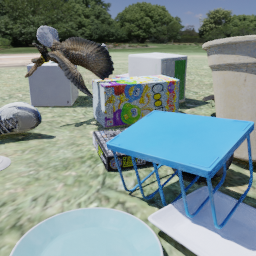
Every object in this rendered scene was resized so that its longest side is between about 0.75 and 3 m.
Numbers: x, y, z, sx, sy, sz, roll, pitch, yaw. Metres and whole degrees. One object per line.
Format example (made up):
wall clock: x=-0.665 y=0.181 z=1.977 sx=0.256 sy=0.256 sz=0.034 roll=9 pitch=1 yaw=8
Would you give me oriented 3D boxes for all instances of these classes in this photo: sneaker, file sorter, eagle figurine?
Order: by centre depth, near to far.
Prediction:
file sorter: x=0.943 y=0.631 z=5.026 sx=2.094 sy=1.285 sz=1.453 roll=11 pitch=35 yaw=44
sneaker: x=-3.952 y=-0.048 z=8.388 sx=2.695 sy=1.038 sz=1.148 roll=-6 pitch=28 yaw=5
eagle figurine: x=-1.866 y=-2.134 z=9.215 sx=2.419 sy=1.836 sz=1.826 roll=18 pitch=4 yaw=21

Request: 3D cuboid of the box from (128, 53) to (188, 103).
box: x=1.322 y=-2.275 z=12.808 sx=1.836 sy=2.132 sz=2.143 roll=-15 pitch=24 yaw=-37

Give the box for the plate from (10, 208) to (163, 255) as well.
plate: x=-0.550 y=1.774 z=3.800 sx=2.051 sy=0.262 sz=2.051 roll=-1 pitch=19 yaw=0

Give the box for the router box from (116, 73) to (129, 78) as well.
router box: x=0.948 y=-2.921 z=17.056 sx=2.351 sy=0.640 sz=2.619 roll=13 pitch=23 yaw=34

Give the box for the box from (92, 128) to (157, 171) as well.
box: x=-0.062 y=0.482 z=7.383 sx=1.462 sy=0.404 sz=1.825 roll=-5 pitch=20 yaw=-17

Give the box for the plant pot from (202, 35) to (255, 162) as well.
plant pot: x=3.304 y=-0.695 z=6.877 sx=2.993 sy=2.739 sz=2.993 roll=0 pitch=10 yaw=0

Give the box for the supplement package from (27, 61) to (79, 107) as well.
supplement package: x=-3.350 y=-2.133 z=12.931 sx=1.805 sy=1.791 sz=2.378 roll=-1 pitch=19 yaw=-2

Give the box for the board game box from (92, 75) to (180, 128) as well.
board game box: x=0.277 y=-1.064 z=10.282 sx=2.859 sy=1.472 sz=1.499 roll=-8 pitch=20 yaw=-21

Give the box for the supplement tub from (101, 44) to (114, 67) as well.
supplement tub: x=-1.084 y=-2.917 z=11.756 sx=0.734 sy=1.012 sz=0.734 roll=-25 pitch=10 yaw=5

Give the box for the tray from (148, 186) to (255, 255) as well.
tray: x=1.795 y=1.727 z=3.834 sx=1.565 sy=0.323 sz=2.914 roll=-14 pitch=23 yaw=-37

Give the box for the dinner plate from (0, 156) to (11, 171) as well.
dinner plate: x=-3.380 y=0.855 z=6.749 sx=1.032 sy=0.125 sz=1.032 roll=1 pitch=20 yaw=0

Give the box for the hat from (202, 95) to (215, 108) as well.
hat: x=3.746 y=-0.777 z=10.348 sx=2.148 sy=0.866 sz=2.148 roll=-3 pitch=12 yaw=1

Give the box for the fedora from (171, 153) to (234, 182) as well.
fedora: x=1.673 y=0.626 z=6.315 sx=1.428 sy=1.428 sz=0.652 roll=13 pitch=-13 yaw=34
